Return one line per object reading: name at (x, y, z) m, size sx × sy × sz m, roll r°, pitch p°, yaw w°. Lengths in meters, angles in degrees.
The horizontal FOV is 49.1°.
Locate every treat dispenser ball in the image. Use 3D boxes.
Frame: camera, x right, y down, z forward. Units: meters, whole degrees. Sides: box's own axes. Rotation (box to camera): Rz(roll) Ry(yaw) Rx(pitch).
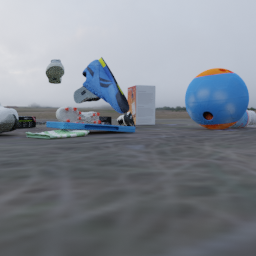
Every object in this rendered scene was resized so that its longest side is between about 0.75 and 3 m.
treat dispenser ball at (3.241, -1.067, 10.320) m, size 2.253 × 2.253 × 2.253 m, roll 0°, pitch 2°, yaw 0°

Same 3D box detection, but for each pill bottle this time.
pill bottle at (4.516, -0.414, 11.645) m, size 1.502 × 0.817 × 0.817 m, roll 0°, pitch 2°, yaw -16°

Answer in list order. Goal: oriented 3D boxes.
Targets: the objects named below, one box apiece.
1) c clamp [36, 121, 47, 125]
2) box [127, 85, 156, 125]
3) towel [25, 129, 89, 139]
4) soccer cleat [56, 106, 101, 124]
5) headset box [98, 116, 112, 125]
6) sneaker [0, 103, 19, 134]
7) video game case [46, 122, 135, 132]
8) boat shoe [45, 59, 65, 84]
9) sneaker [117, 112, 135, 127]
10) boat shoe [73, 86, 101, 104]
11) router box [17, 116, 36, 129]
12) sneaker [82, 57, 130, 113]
c clamp at (-5.200, -0.276, 16.397) m, size 1.193 × 0.189 × 1.397 m, roll -5°, pitch 5°, yaw -9°
box at (0.711, -1.247, 15.571) m, size 1.132 × 2.129 × 1.621 m, roll -1°, pitch 2°, yaw -16°
towel at (-1.629, 0.136, 6.580) m, size 0.927 × 0.142 × 1.216 m, roll 3°, pitch 3°, yaw 36°
soccer cleat at (-2.027, -0.332, 10.930) m, size 0.946 × 0.845 × 2.440 m, roll -10°, pitch -7°, yaw 28°
headset box at (-1.459, -0.353, 14.174) m, size 0.929 × 0.469 × 1.250 m, roll -1°, pitch 3°, yaw -21°
sneaker at (-3.927, -0.446, 7.338) m, size 2.882 × 1.255 × 1.074 m, roll 3°, pitch 3°, yaw 34°
video game case at (-1.081, -0.027, 8.069) m, size 2.133 × 0.190 × 1.526 m, roll 4°, pitch 0°, yaw -32°
boat shoe at (-2.968, -2.394, 11.342) m, size 0.725 × 0.740 × 2.079 m, roll 0°, pitch -8°, yaw -16°
sneaker at (-0.103, -0.255, 11.720) m, size 0.726 × 0.669 × 1.816 m, roll -14°, pitch -2°, yaw 2°
boat shoe at (-1.634, -1.912, 14.171) m, size 1.211 × 0.944 × 2.668 m, roll -13°, pitch 0°, yaw -40°
router box at (-4.674, -0.237, 11.311) m, size 1.162 × 0.482 × 1.551 m, roll 1°, pitch 3°, yaw 21°
sneaker at (-0.780, -1.218, 8.924) m, size 1.039 × 2.651 × 0.874 m, roll -31°, pitch -40°, yaw 3°
